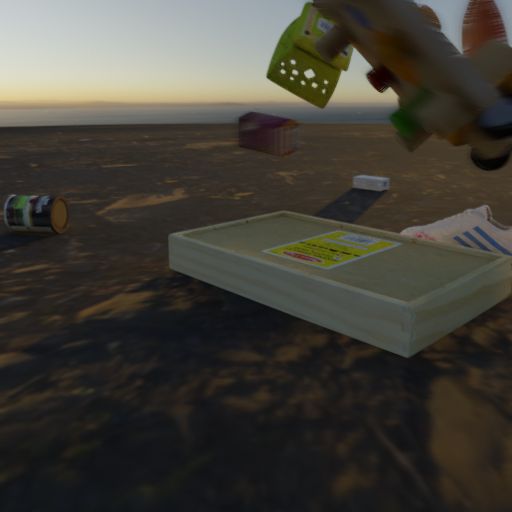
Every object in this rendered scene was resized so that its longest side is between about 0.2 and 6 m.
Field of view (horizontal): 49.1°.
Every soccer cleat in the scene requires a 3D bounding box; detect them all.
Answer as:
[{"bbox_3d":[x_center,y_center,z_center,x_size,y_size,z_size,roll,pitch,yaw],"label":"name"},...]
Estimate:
[{"bbox_3d":[3.332,-0.430,9.073,2.000,0.863,0.699,8,18,26],"label":"soccer cleat"}]

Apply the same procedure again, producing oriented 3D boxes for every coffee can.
[{"bbox_3d":[-4.145,-0.793,10.596,0.952,0.697,0.697,2,16,9],"label":"coffee can"}]

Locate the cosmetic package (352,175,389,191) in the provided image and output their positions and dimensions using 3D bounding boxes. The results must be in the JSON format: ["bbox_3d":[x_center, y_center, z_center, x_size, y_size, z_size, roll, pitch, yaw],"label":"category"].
[{"bbox_3d":[3.140,-1.996,15.363,0.452,0.318,0.891,-16,22,-42],"label":"cosmetic package"}]

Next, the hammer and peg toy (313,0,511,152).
[{"bbox_3d":[1.389,-2.007,5.769,0.927,1.935,2.630,-42,-1,8],"label":"hammer and peg toy"}]

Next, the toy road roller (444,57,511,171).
[{"bbox_3d":[2.920,-1.976,6.703,1.206,1.653,1.016,50,0,26],"label":"toy road roller"}]

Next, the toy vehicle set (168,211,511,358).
[{"bbox_3d":[1.008,0.104,7.789,2.559,0.546,4.119,-15,22,-41],"label":"toy vehicle set"}]

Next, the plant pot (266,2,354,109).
[{"bbox_3d":[1.278,-4.408,12.097,1.534,1.526,1.392,24,-30,-12],"label":"plant pot"}]

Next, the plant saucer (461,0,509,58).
[{"bbox_3d":[3.627,-3.180,8.837,0.290,1.800,1.800,-5,10,40],"label":"plant saucer"}]

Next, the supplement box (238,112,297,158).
[{"bbox_3d":[0.255,-2.745,12.607,1.274,0.703,0.546,19,39,27],"label":"supplement box"}]
